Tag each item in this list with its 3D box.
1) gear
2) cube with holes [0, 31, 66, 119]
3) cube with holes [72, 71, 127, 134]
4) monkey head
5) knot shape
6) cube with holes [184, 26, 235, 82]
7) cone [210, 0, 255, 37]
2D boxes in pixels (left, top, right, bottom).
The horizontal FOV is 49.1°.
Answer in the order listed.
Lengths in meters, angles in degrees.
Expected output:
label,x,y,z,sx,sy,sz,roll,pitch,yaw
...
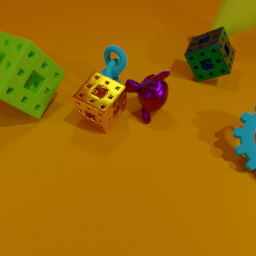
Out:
label,x,y,z,sx,sy,sz,roll,pitch,yaw
gear,3.123,0.241,5.963,1.632,0.302,1.632,-4,77,16
cube with holes,-2.739,-1.294,6.886,1.396,1.396,1.396,23,81,28
cube with holes,-0.654,-0.614,6.821,0.906,0.906,0.906,28,64,15
monkey head,0.474,-0.878,7.006,1.032,1.435,0.865,7,26,-29
knot shape,-0.424,-1.547,7.692,0.560,1.213,1.135,5,69,-16
cube with holes,2.405,-2.134,8.187,0.994,0.994,0.994,-10,38,39
cone,3.036,-3.218,8.707,1.681,1.674,1.674,-43,52,4
